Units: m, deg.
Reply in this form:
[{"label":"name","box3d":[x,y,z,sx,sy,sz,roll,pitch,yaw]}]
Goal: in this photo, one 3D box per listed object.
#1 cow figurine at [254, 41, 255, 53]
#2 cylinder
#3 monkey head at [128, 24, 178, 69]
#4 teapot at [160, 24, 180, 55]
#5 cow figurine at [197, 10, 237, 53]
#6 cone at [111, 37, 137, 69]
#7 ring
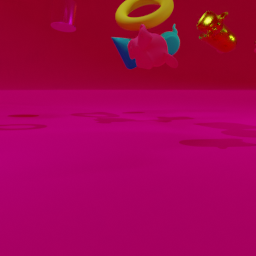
[{"label":"cow figurine","box3d":[2.795,-2.087,4.680,1.657,1.684,0.925,-28,16,-1]},{"label":"cylinder","box3d":[-2.117,-3.761,9.353,0.847,0.847,0.847,5,0,0]},{"label":"monkey head","box3d":[0.679,-2.442,8.233,1.104,1.832,1.318,-30,-19,-23]},{"label":"teapot","box3d":[1.523,-3.316,10.844,0.932,1.499,0.734,23,15,-32]},{"label":"cow figurine","box3d":[2.756,-2.847,8.476,1.597,0.877,1.571,32,12,-15]},{"label":"cone","box3d":[-0.135,-3.011,10.327,1.247,1.243,1.243,25,-8,-37]},{"label":"ring","box3d":[0.544,-4.015,9.575,2.022,0.404,2.022,-10,49,12]}]
